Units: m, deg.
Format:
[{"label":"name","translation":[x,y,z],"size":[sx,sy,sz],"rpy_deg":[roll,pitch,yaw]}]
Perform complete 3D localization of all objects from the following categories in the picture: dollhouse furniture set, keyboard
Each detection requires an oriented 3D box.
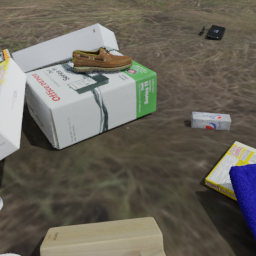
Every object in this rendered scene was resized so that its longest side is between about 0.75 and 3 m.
[{"label":"dollhouse furniture set","translation":[-0.450,2.552,3.562],"size":[2.187,1.874,2.300],"rpy_deg":[-4,2,-6]},{"label":"keyboard","translation":[3.969,-4.547,13.235],"size":[1.128,0.183,1.774],"rpy_deg":[19,39,13]}]

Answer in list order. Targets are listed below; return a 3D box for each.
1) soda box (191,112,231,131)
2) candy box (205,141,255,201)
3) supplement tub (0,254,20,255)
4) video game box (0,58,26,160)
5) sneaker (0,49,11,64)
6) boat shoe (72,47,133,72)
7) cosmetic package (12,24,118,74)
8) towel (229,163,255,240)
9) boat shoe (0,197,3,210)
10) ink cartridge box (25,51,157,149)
[{"label":"soda box","translation":[2.143,-0.176,7.284],"size":[0.966,0.306,0.330],"rpy_deg":[5,37,6]},{"label":"candy box","translation":[2.358,0.874,5.962],"size":[0.802,0.207,1.569],"rpy_deg":[24,43,32]},{"label":"supplement tub","translation":[-1.621,2.307,3.625],"size":[0.725,0.725,1.099],"rpy_deg":[-15,40,-19]},{"label":"video game box","translation":[-3.439,-0.007,5.852],"size":[2.676,0.687,2.937],"rpy_deg":[-32,39,8]},{"label":"sneaker","translation":[-4.039,-1.754,8.913],"size":[0.952,0.965,2.466],"rpy_deg":[-23,40,-13]},{"label":"boat shoe","translation":[-0.631,-1.751,7.068],"size":[1.551,0.527,0.558],"rpy_deg":[-7,27,-11]},{"label":"cosmetic package","translation":[-1.775,-2.319,8.516],"size":[2.645,0.683,1.994],"rpy_deg":[-14,7,12]},{"label":"towel","translation":[2.712,1.472,4.438],"size":[1.611,0.541,2.182],"rpy_deg":[-5,53,-8]},{"label":"boat shoe","translation":[-2.643,1.602,4.794],"size":[0.468,0.443,1.306],"rpy_deg":[10,38,13]},{"label":"ink cartridge box","translation":[-1.028,-0.911,7.480],"size":[2.936,1.219,2.152],"rpy_deg":[-23,42,-27]}]
